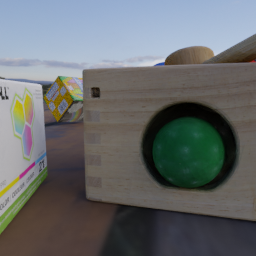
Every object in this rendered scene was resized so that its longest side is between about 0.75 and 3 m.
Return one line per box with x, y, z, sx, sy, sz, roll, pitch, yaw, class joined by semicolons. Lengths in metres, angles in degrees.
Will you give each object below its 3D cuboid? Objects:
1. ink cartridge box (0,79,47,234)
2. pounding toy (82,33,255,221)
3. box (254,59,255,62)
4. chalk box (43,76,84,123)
-1.410;-0.413;2.611;0.866;2.287;1.690;0;7;-3;ink cartridge box
0.906;-0.229;2.967;2.384;1.841;2.589;2;7;18;pounding toy
3.664;-0.874;6.128;1.717;2.314;1.239;-3;8;-25;box
-1.693;-0.965;9.516;1.115;1.109;1.792;-46;-21;29;chalk box
